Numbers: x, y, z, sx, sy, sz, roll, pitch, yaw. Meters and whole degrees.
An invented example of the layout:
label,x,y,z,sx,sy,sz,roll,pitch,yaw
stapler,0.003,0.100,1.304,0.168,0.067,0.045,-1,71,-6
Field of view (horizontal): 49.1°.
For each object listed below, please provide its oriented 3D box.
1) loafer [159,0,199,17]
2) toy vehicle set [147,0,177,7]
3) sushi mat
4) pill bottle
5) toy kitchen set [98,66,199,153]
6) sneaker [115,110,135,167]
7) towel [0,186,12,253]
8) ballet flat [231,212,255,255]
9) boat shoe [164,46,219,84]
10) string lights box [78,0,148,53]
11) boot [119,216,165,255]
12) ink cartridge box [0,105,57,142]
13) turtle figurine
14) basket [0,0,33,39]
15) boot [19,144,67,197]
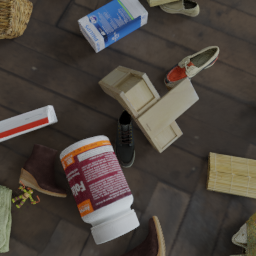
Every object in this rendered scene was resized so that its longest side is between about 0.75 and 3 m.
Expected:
label,x,y,z,sx,sy,sz,roll,pitch,yaw
loafer,1.933,-4.602,10.424,1.533,0.523,0.580,11,75,3
toy vehicle set,1.897,-5.483,10.462,2.791,0.370,1.734,-16,57,-4
sushi mat,3.813,1.586,8.971,2.546,0.154,1.218,10,74,2
pill bottle,-0.815,1.766,8.191,1.576,1.576,2.760,-22,76,-6
toy kitchen set,0.767,-0.998,9.292,2.001,2.212,2.452,-39,118,-7
sneaker,-0.124,0.340,8.902,0.653,0.928,1.746,-4,75,-1
towel,-4.892,2.827,8.469,2.714,0.495,2.014,-5,74,-1
ballet flat,3.405,3.630,8.100,0.954,0.954,2.700,13,76,3
boat shoe,2.204,-2.142,9.704,2.132,0.667,0.759,-30,79,-6
string lights box,-0.534,-3.856,10.152,2.240,0.661,1.151,-33,78,-8
boot,0.217,3.690,8.129,1.736,0.755,2.087,-9,62,9
ink cartridge box,-3.310,-0.069,8.113,2.188,2.692,0.768,-19,91,-6
turtle figurine,-3.242,2.096,8.726,0.718,0.287,0.891,-37,105,1
basket,-4.814,-4.082,10.208,2.182,1.625,1.557,11,108,3
boot,-2.493,1.335,8.816,1.645,0.595,1.369,20,75,4
